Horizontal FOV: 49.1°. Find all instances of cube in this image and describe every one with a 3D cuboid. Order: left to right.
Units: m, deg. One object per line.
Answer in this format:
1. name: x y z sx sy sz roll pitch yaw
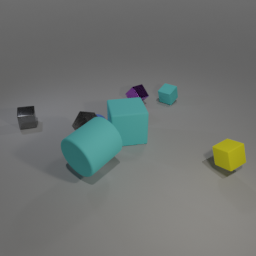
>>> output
1. cube: -4.325 -0.449 12.003 0.700 0.700 0.700 -7 40 -15
2. cube: -1.446 -0.103 10.028 0.700 0.700 0.700 2 40 -49
3. cube: -0.043 -0.255 11.094 1.400 1.400 1.400 -6 32 -9
4. cube: 0.443 -1.613 13.661 0.700 0.700 0.700 -22 79 -41
5. cube: 1.995 -1.690 13.962 0.700 0.700 0.700 22 55 33
6. cube: 3.252 0.851 9.007 0.700 0.700 0.700 -24 22 -22

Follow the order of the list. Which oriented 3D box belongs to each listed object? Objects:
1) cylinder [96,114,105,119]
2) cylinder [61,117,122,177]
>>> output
1. cylinder: -1.304 -0.108 11.536 0.700 0.700 0.700 7 32 12
2. cylinder: -1.136 0.575 8.827 1.400 1.400 1.400 23 46 33
